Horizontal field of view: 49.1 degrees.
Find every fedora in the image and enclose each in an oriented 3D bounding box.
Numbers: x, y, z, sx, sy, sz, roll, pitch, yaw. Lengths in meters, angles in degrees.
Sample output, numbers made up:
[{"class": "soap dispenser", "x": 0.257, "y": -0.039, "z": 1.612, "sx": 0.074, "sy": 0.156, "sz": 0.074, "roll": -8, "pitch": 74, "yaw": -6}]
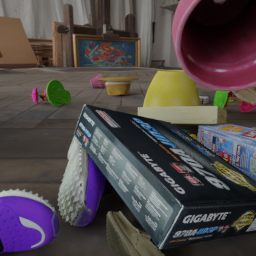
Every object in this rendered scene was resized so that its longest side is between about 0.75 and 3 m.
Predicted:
[{"class": "fedora", "x": -0.509, "y": -2.198, "z": 14.703, "sx": 2.329, "sy": 0.950, "sz": 2.329, "roll": -2, "pitch": 10, "yaw": 0}]

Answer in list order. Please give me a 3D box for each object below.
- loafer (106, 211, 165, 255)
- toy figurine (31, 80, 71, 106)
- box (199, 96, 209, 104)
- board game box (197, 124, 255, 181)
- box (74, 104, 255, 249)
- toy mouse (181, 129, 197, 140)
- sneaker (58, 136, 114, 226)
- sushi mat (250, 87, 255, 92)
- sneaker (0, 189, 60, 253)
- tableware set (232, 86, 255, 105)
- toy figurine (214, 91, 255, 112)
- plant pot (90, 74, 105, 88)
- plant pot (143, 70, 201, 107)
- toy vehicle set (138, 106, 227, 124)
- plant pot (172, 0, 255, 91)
[{"class": "loafer", "x": 0.072, "y": 1.240, "z": 2.933, "sx": 0.352, "sy": 0.396, "sz": 1.043, "roll": -6, "pitch": 26, "yaw": -27}, {"class": "toy figurine", "x": -3.435, "y": -1.389, "z": 12.029, "sx": 1.347, "sy": 1.099, "sz": 1.464, "roll": -2, "pitch": -10, "yaw": 29}, {"class": "box", "x": 2.867, "y": -1.317, "z": 12.730, "sx": 1.439, "sy": 0.250, "sz": 0.792, "roll": 10, "pitch": 18, "yaw": 33}, {"class": "board game box", "x": 2.649, "y": 0.366, "z": 5.541, "sx": 2.241, "sy": 0.691, "sz": 2.239, "roll": -13, "pitch": 20, "yaw": -40}, {"class": "box", "x": 0.524, "y": 0.478, "z": 3.687, "sx": 1.786, "sy": 0.517, "sz": 2.247, "roll": 10, "pitch": 21, "yaw": -36}, {"class": "toy mouse", "x": 1.301, "y": 0.191, "z": 7.124, "sx": 1.121, "sy": 0.217, "sz": 0.997, "roll": -7, "pitch": 16, "yaw": -25}, {"class": "sneaker", "x": -0.360, "y": 0.630, "z": 4.383, "sx": 1.135, "sy": 0.793, "sz": 2.281, "roll": 22, "pitch": 22, "yaw": -15}, {"class": "sushi mat", "x": 4.752, "y": -1.033, "z": 9.689, "sx": 1.981, "sy": 0.120, "sz": 0.948, "roll": 22, "pitch": 47, "yaw": -6}, {"class": "sneaker", "x": -1.710, "y": 1.163, "z": 2.795, "sx": 1.972, "sy": 0.686, "sz": 0.981, "roll": -2, "pitch": 22, "yaw": 7}, {"class": "tableware set", "x": 4.764, "y": -0.899, "z": 9.106, "sx": 2.741, "sy": 0.318, "sz": 2.290, "roll": 41, "pitch": 43, "yaw": 23}, {"class": "toy figurine", "x": 4.119, "y": -1.141, "z": 10.222, "sx": 1.426, "sy": 1.550, "sz": 1.163, "roll": 10, "pitch": 52, "yaw": -3}, {"class": "plant pot", "x": -1.952, "y": -2.894, "z": 17.690, "sx": 0.793, "sy": 0.886, "sz": 0.886, "roll": -18, "pitch": 17, "yaw": -4}, {"class": "plant pot", "x": 1.610, "y": -1.307, "z": 10.190, "sx": 2.170, "sy": 1.540, "sz": 2.170, "roll": -1, "pitch": 15, "yaw": 0}, {"class": "toy vehicle set", "x": 1.562, "y": -0.312, "z": 7.309, "sx": 1.754, "sy": 0.374, "sz": 2.823, "roll": 1, "pitch": 2, "yaw": 22}, {"class": "plant pot", "x": 2.152, "y": -2.459, "z": 6.006, "sx": 2.555, "sy": 2.555, "sz": 2.287, "roll": 0, "pitch": 47, "yaw": -1}]
